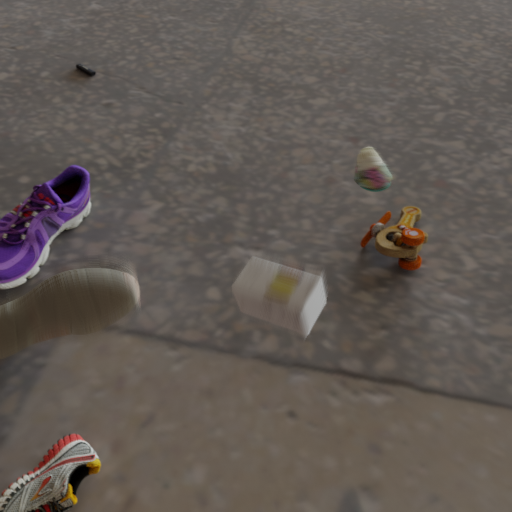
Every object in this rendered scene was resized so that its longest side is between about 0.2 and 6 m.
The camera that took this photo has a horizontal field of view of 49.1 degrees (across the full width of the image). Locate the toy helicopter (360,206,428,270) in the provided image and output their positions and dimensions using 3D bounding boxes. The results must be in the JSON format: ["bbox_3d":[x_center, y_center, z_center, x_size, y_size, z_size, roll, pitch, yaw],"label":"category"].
[{"bbox_3d":[2.998,-0.539,11.804,1.267,0.756,1.916,12,36,23],"label":"toy helicopter"}]

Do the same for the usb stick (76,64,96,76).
[{"bbox_3d":[-5.104,-5.575,16.776,0.786,0.128,0.218,33,56,28],"label":"usb stick"}]

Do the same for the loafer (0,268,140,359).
[{"bbox_3d":[-3.321,0.892,9.505,3.027,1.088,0.952,-19,2,9],"label":"loafer"}]

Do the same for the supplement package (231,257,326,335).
[{"bbox_3d":[0.312,0.515,7.410,1.053,0.577,0.599,16,56,28],"label":"supplement package"}]

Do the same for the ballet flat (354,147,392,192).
[{"bbox_3d":[2.132,-1.704,10.562,0.647,0.666,1.871,-10,17,9],"label":"ballet flat"}]

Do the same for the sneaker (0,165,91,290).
[{"bbox_3d":[-4.500,-0.751,11.186,1.311,1.357,3.253,31,51,-3],"label":"sneaker"}]

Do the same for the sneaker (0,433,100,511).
[{"bbox_3d":[-2.998,3.396,7.947,0.747,0.708,1.818,28,53,22],"label":"sneaker"}]
